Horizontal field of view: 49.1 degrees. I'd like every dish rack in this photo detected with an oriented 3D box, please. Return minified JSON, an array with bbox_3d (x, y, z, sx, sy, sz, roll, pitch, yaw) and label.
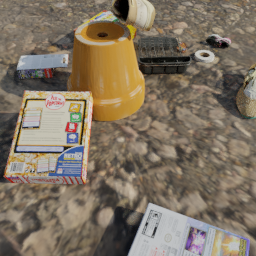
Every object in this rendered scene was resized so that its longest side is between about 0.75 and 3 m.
[{"bbox_3d":[1.436,-3.409,12.282,2.155,0.766,2.809,-1,49,-2],"label":"dish rack"}]

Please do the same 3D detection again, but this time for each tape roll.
[{"bbox_3d":[3.437,-3.226,12.600,0.874,0.160,0.874,0,44,0],"label":"tape roll"}]

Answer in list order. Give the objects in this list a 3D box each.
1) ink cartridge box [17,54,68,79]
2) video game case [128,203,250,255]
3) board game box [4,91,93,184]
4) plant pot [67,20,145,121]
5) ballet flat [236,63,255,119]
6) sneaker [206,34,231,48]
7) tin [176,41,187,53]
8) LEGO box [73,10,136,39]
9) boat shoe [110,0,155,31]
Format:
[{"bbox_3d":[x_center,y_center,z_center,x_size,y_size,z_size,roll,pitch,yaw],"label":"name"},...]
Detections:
[{"bbox_3d":[-3.496,-2.583,11.713,2.010,0.506,1.095,-4,45,-5],"label":"ink cartridge box"},{"bbox_3d":[1.108,3.157,5.819,2.385,0.598,2.631,16,47,16],"label":"video game case"},{"bbox_3d":[-2.198,0.207,8.238,2.111,0.645,2.786,2,62,1],"label":"board game box"},{"bbox_3d":[-0.788,-2.125,9.739,2.835,2.596,2.835,0,45,0],"label":"plant pot"},{"bbox_3d":[4.647,-1.550,10.349,1.013,0.938,2.874,14,47,14],"label":"ballet flat"},{"bbox_3d":[4.276,-4.078,13.256,1.164,0.468,0.503,11,47,13],"label":"sneaker"},{"bbox_3d":[2.503,-3.811,13.193,0.479,0.179,0.855,1,45,-5],"label":"tin"},{"bbox_3d":[-1.010,-4.504,13.293,1.903,0.986,2.555,21,49,20],"label":"LEGO box"},{"bbox_3d":[-0.075,-3.889,8.881,0.942,1.004,2.723,1,33,-26],"label":"boat shoe"}]
